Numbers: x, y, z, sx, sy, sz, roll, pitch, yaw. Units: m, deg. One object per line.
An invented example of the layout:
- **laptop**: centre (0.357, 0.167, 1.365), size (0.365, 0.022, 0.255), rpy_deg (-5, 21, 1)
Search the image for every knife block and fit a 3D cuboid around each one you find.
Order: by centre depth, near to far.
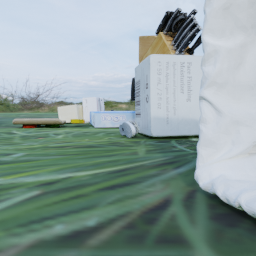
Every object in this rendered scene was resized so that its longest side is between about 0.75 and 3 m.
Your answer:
- **knife block**: centre (1.347, -2.105, 8.483), size (0.888, 2.776, 2.437), rpy_deg (-10, 21, -32)

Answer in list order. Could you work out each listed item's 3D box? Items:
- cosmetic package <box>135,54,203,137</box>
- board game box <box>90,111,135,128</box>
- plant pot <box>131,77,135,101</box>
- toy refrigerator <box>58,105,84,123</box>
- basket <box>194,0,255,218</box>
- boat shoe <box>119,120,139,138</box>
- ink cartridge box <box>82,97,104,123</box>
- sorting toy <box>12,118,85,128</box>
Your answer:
- **cosmetic package**: centre (1.466, -0.780, 7.343), size (2.314, 1.907, 1.909), rpy_deg (-2, 3, -9)
- **board game box**: centre (-0.105, -0.395, 11.436), size (2.754, 0.597, 2.740), rpy_deg (-1, 5, -12)
- **plant pot**: centre (0.799, -1.838, 12.444), size (1.150, 1.022, 1.152), rpy_deg (-6, 9, 39)
- **toy refrigerator**: centre (-2.597, -0.683, 14.106), size (0.943, 0.869, 2.483), rpy_deg (-6, 2, 8)
- **basket**: centre (1.634, -0.443, 1.534), size (1.685, 2.095, 2.077), rpy_deg (1, 4, -18)
- **boat shoe**: centre (0.080, 0.023, 6.917), size (0.377, 0.408, 1.105), rpy_deg (-15, -2, -13)
- **ink cartridge box**: centre (-1.723, -0.934, 14.338), size (0.723, 1.241, 1.717), rpy_deg (-4, 4, 8)
- **sorting toy**: centre (-2.888, -0.161, 10.625), size (2.452, 0.328, 1.827), rpy_deg (0, 0, -8)
